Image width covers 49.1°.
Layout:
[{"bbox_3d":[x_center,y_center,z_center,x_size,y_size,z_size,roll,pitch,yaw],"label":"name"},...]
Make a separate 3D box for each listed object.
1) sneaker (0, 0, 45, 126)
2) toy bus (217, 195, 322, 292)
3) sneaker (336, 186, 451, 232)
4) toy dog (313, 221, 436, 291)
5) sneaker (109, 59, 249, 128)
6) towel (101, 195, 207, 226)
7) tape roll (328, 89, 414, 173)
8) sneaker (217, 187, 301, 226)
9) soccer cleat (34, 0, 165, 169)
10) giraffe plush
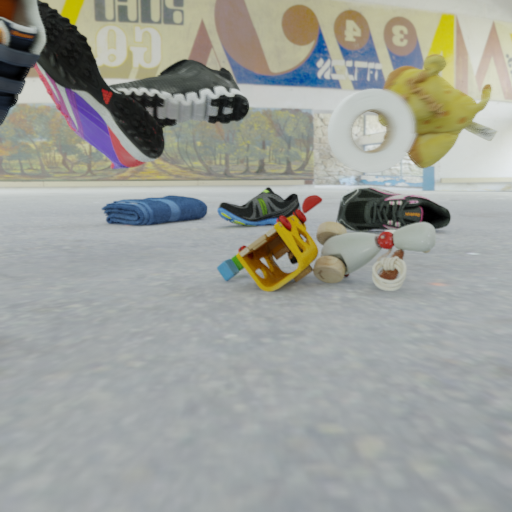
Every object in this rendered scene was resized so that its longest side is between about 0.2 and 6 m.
[{"bbox_3d":[-3.471,-2.724,7.547,0.900,2.267,0.889,19,18,21],"label":"sneaker"},{"bbox_3d":[0.430,-0.049,7.884,1.656,0.856,1.563,-34,-3,-22],"label":"toy bus"},{"bbox_3d":[3.601,-1.168,14.328,3.076,1.236,1.328,-4,10,-18],"label":"sneaker"},{"bbox_3d":[1.608,0.018,7.764,1.762,1.162,0.848,14,-23,42],"label":"toy dog"},{"bbox_3d":[-1.700,-3.393,11.539,2.975,1.346,0.989,-5,-30,-16],"label":"sneaker"},{"bbox_3d":[-3.095,-1.463,17.692,1.782,0.775,3.192,6,10,31],"label":"towel"},{"bbox_3d":[1.788,-1.953,8.795,1.290,1.290,0.451,0,13,0],"label":"tape roll"},{"bbox_3d":[0.090,-1.433,16.310,2.701,1.119,0.957,-4,8,-27],"label":"sneaker"},{"bbox_3d":[-3.075,-2.770,9.587,1.257,1.171,3.434,-16,-45,32],"label":"soccer cleat"},{"bbox_3d":[3.124,-2.846,10.620,1.849,1.967,2.280,19,1,-39],"label":"giraffe plush"}]
